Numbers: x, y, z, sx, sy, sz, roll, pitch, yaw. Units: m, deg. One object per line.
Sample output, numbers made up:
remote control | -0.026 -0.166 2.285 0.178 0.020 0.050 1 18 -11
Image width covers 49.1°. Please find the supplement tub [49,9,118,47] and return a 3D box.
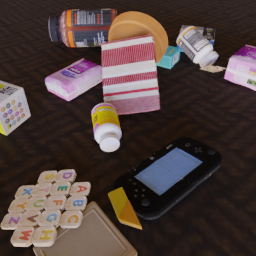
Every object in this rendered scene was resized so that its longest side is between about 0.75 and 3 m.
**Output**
supplement tub | -1.911 -4.421 12.422 2.981 1.594 1.594 -2 41 -3

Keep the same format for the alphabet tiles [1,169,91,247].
alphabet tiles | -1.827 1.701 6.264 1.870 0.140 1.912 -5 40 13

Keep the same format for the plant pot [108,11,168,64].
plant pot | 0.163 -2.802 10.266 2.275 2.275 1.593 14 61 16

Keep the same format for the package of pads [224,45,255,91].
package of pads | 5.130 -2.008 10.075 2.789 1.055 1.681 28 46 28

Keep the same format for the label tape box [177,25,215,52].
label tape box | 3.148 -4.215 12.866 1.543 0.677 2.140 10 43 11

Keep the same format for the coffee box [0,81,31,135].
coffee box | -3.834 -0.637 8.472 1.103 1.101 1.091 19 45 20

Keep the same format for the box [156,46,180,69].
box | 0.977 -3.195 11.800 2.252 0.553 0.927 21 46 22

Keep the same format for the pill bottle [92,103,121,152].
pill bottle | -0.611 -0.021 8.035 0.765 0.765 1.467 -7 42 -8

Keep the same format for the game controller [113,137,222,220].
game controller | 1.011 1.098 6.905 2.789 0.587 1.455 -29 49 -30

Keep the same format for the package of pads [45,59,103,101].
package of pads | -1.867 -1.753 10.043 1.134 0.712 1.881 29 49 28

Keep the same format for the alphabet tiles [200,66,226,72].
alphabet tiles | 3.216 -2.211 10.495 0.679 0.031 0.812 8 0 -25

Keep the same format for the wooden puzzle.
wooden puzzle | -0.839 2.413 5.495 2.655 0.310 1.791 -30 44 -16

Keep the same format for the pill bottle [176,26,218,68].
pill bottle | 2.780 -3.204 11.213 0.949 0.949 1.631 -29 73 -29

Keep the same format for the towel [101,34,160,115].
towel | 0.050 -1.683 9.015 1.795 0.283 2.492 -6 80 11
